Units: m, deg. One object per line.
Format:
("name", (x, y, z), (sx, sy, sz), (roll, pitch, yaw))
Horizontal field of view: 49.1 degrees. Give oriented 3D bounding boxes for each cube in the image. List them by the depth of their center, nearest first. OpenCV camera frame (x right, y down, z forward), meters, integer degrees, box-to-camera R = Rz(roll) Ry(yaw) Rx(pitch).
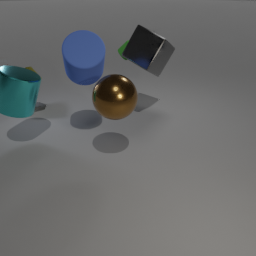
("cube", (0.863, -3.163, 11.626), (1.400, 1.400, 1.400), (36, 14, 21))
("cube", (-4.274, -2.139, 12.035), (0.700, 0.700, 0.700), (-40, 13, 9))

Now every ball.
("ball", (-0.399, -0.944, 8.587), (1.400, 1.400, 1.400), (0, 28, 0))

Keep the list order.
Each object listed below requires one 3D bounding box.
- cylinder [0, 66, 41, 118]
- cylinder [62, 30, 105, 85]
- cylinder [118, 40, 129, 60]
("cylinder", (-3.885, -1.276, 9.820), (1.400, 1.400, 1.400), (18, 23, -8))
("cylinder", (-1.514, -2.375, 9.651), (1.400, 1.400, 1.400), (-5, -14, -9))
("cylinder", (-0.031, -3.856, 13.902), (0.700, 0.700, 0.700), (-37, 16, 26))
